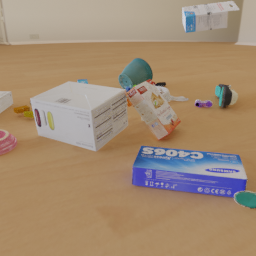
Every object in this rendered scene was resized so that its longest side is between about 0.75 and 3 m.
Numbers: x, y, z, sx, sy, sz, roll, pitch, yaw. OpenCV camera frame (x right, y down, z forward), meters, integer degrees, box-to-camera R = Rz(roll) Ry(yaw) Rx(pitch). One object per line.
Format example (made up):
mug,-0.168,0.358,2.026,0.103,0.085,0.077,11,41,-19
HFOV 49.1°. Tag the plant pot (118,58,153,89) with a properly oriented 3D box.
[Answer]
plant pot,0.316,-2.823,15.472,1.569,1.569,1.474,19,48,39

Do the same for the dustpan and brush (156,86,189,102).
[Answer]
dustpan and brush,1.787,-1.543,13.581,2.263,0.648,1.579,-3,30,9

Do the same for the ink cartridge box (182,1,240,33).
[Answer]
ink cartridge box,2.192,-2.998,7.536,1.365,0.463,0.792,-5,41,7

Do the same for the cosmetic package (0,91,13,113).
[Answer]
cosmetic package,-6.348,-0.940,11.780,1.990,0.682,2.640,-1,22,2

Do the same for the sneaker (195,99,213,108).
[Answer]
sneaker,3.380,-1.060,12.625,0.834,0.335,0.369,10,30,33

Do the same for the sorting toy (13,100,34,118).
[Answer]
sorting toy,-3.196,-0.991,12.013,2.157,0.388,2.895,22,29,35

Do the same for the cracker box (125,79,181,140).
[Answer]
cracker box,0.908,-0.674,9.682,0.556,1.929,1.292,-37,0,34

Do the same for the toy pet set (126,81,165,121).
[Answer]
toy pet set,0.848,-0.929,10.655,0.872,1.532,1.641,10,22,44

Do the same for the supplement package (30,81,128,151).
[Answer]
supplement package,-1.593,-0.515,9.534,2.550,1.414,1.986,12,31,29

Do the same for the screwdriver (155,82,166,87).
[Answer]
screwdriver,1.317,-2.433,16.104,1.887,0.263,0.274,-10,-4,-18

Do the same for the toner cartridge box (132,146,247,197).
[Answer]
toner cartridge box,1.489,1.039,7.039,2.605,0.562,1.237,5,22,11

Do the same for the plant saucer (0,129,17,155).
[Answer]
plant saucer,-4.332,0.430,8.789,1.564,0.396,1.564,-1,22,0

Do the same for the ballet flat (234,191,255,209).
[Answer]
ballet flat,2.816,1.574,6.133,1.047,0.396,0.335,6,-7,3

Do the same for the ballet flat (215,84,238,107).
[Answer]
ballet flat,4.664,-1.569,13.142,0.945,0.945,2.588,4,20,10

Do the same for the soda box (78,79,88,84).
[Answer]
soda box,-2.430,-2.227,15.182,0.553,0.523,1.629,-4,22,-10
